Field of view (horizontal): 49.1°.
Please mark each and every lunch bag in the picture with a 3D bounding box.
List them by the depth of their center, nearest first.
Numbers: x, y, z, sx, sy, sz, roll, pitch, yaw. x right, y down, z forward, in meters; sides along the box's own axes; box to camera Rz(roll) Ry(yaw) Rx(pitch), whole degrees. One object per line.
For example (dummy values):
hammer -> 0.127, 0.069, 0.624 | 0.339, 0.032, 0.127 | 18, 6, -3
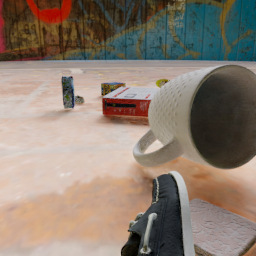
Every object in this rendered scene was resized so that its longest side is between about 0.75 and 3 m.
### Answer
lunch bag -> -2.430, -1.438, 11.384 | 0.520, 1.014, 1.261 | -3, 44, -14

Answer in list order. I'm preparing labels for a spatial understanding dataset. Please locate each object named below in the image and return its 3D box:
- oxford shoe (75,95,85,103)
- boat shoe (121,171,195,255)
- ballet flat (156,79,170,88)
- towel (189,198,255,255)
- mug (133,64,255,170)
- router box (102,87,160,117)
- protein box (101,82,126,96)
oxford shoe -> -2.353, -1.334, 12.730 | 1.072, 0.309, 0.403 | 12, 23, 41
boat shoe -> 0.297, 1.253, 2.833 | 0.754, 0.946, 2.501 | -2, 20, 3
ballet flat -> 2.344, -2.499, 16.233 | 1.748, 0.584, 0.586 | 10, 30, 25
towel -> 1.133, 1.392, 3.856 | 1.063, 0.179, 1.113 | -16, 23, -41
mug -> 1.248, -0.075, 6.184 | 2.687, 1.984, 2.356 | -38, 16, -15
router box -> 0.552, -1.106, 11.293 | 2.474, 0.673, 2.756 | 4, 17, 14
protein box -> -0.749, -1.994, 14.357 | 0.917, 0.623, 0.923 | 13, 21, 37
